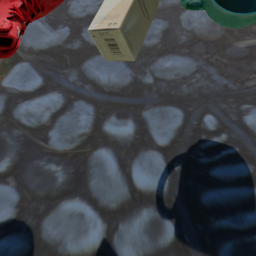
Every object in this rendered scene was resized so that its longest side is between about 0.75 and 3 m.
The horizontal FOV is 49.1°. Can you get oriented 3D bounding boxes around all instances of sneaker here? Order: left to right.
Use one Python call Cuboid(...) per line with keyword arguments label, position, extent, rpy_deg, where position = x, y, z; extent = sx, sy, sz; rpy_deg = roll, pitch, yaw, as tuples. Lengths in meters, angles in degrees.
Cuboid(label="sneaker", position=(-1.901, -2.006, 5.142), extent=(2.525, 0.989, 1.458), rpy_deg=(-35, 58, -10))

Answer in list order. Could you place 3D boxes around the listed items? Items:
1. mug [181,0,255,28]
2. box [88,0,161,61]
Cuboid(label="mug", position=(2.361, -3.195, 6.359), extent=(1.987, 1.229, 1.633), rpy_deg=(23, 96, 9))
Cuboid(label="box", position=(-0.002, -2.070, 5.069), extent=(0.641, 0.783, 1.649), rpy_deg=(8, 64, 29))
